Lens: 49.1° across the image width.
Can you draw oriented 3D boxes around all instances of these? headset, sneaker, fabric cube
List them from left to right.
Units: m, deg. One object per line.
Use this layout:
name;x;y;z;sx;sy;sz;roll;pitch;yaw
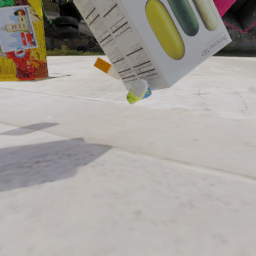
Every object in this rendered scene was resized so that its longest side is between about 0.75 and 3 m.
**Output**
headset;-2.034;-3.454;9.098;1.283;1.687;2.731;-5;-27;36
sneaker;0.335;-0.885;6.382;0.549;0.396;1.045;-24;-4;-23
fabric cube;3.261;-3.658;8.150;1.070;1.050;1.066;15;49;-23

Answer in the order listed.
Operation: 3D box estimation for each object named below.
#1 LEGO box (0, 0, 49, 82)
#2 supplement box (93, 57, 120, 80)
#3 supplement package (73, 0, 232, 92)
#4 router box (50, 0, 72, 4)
LEGO box;-3.117;-2.498;6.528;2.097;2.816;1.087;-8;7;-23
supplement box;-0.627;-1.927;9.159;0.588;0.343;0.933;34;10;22
supplement package;0.542;-2.690;6.985;2.199;2.897;2.183;-38;16;-18
router box;-1.621;-3.715;6.819;0.315;1.206;0.948;9;29;1
